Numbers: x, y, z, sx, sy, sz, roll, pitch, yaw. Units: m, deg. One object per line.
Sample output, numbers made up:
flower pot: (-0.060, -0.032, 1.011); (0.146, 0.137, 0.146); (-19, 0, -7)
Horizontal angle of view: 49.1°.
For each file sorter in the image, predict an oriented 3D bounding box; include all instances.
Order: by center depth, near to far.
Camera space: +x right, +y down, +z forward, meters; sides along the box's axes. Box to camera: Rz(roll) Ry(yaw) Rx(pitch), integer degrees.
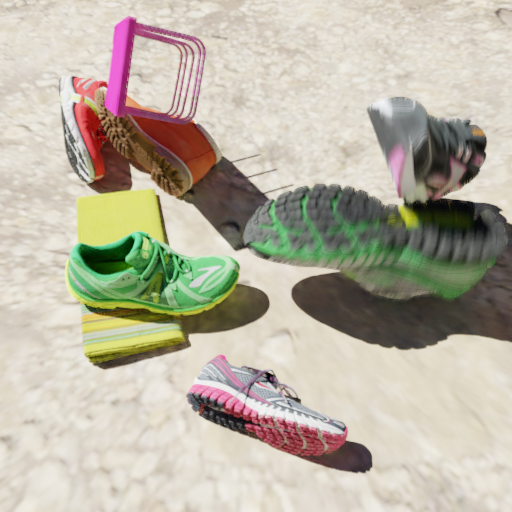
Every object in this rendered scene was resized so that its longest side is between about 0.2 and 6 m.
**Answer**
file sorter: (-1.500, -2.642, 8.169); (1.126, 1.247, 1.795); (6, 16, -21)

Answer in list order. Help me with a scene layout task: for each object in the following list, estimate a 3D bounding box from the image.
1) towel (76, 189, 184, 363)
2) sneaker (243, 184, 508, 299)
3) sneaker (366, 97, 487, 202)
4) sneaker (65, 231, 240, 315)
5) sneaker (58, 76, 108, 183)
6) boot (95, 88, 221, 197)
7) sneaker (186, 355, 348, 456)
towel: (-1.927, 0.141, 8.222); (1.301, 0.273, 3.023); (-7, 49, -13)
sneaker: (1.461, 0.018, 7.434); (3.320, 1.414, 1.295); (8, 45, 0)
sneaker: (2.419, -1.501, 7.611); (1.343, 3.111, 1.250); (-22, 81, 18)
sneaker: (-1.344, 0.214, 7.375); (2.318, 0.969, 0.859); (-1, 47, -8)
sneaker: (-2.831, -2.367, 9.848); (1.122, 1.017, 2.642); (-7, 52, -17)
boot: (-1.676, -2.122, 9.541); (2.332, 0.875, 1.251); (44, 57, 6)
sneaker: (0.157, 1.707, 6.547); (1.920, 0.774, 0.717); (18, 50, 15)
